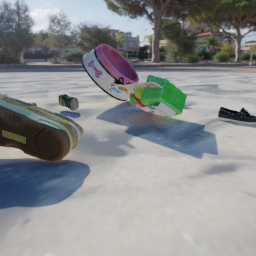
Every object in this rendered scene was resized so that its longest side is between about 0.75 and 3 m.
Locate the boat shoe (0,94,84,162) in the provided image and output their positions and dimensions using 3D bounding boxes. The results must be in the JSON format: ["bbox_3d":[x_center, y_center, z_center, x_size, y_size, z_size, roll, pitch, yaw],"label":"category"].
[{"bbox_3d":[-2.085,-0.157,5.256,2.625,0.941,1.000,23,29,11],"label":"boat shoe"}]

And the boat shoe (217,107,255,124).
[{"bbox_3d":[3.167,-0.388,7.909,1.261,0.418,0.471,12,17,40],"label":"boat shoe"}]

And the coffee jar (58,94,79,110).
[{"bbox_3d":[-2.058,-0.903,9.644,0.353,0.431,0.826,-27,34,-37],"label":"coffee jar"}]

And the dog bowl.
[{"bbox_3d":[-0.625,-2.431,11.843,0.972,2.636,2.636,-42,-4,24],"label":"dog bowl"}]

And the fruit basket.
[{"bbox_3d":[0.625,-0.803,8.185,1.941,0.910,1.797,-5,-25,46],"label":"fruit basket"}]
